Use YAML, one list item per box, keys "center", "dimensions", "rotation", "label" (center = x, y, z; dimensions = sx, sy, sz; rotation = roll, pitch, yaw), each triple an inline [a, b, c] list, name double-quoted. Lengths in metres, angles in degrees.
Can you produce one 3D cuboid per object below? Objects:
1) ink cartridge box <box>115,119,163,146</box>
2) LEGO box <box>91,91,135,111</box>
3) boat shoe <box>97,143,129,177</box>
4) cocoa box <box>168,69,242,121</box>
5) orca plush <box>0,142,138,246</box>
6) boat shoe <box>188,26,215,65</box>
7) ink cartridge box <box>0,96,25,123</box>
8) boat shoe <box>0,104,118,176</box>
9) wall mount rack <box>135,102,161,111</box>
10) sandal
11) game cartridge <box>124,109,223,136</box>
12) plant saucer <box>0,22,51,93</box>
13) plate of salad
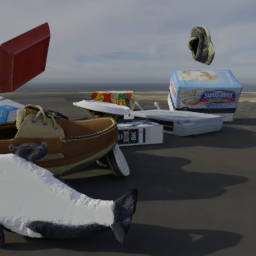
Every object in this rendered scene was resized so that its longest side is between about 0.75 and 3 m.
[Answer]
- center: [-0.641, 0.124, 7.259]
  dimensions: [2.814, 0.552, 1.399]
  rotation: [-4, 11, -20]
  label: "ink cartridge box"
- center: [-0.718, -1.419, 14.955]
  dimensions: [2.021, 1.047, 2.714]
  rotation: [1, 9, 4]
  label: "LEGO box"
- center: [-0.415, 0.422, 5.193]
  dimensions: [0.524, 0.642, 1.739]
  rotation: [-26, 29, -3]
  label: "boat shoe"
- center: [2.962, -1.333, 11.183]
  dimensions: [2.427, 1.593, 1.619]
  rotation: [0, 37, -2]
  label: "cocoa box"
- center: [-0.875, 0.739, 3.084]
  dimensions: [1.976, 1.039, 0.702]
  rotation: [-1, -22, 5]
  label: "orca plush"
- center: [2.761, -3.360, 11.019]
  dimensions: [0.781, 0.849, 2.377]
  rotation: [9, 46, -13]
  label: "boat shoe"
- center: [-4.876, -0.742, 10.029]
  dimensions: [2.077, 0.693, 1.203]
  rotation: [21, 13, 7]
  label: "ink cartridge box"
- center: [-1.413, 0.177, 4.215]
  dimensions: [2.611, 0.964, 0.988]
  rotation: [-15, 25, -19]
  label: "boat shoe"
- center: [1.286, -0.850, 12.607]
  dimensions: [1.894, 0.706, 1.645]
  rotation: [8, 12, 43]
  label: "wall mount rack"
- center: [-1.990, -0.016, 5.535]
  dimensions: [2.476, 0.530, 0.941]
  rotation: [-4, 22, 4]
  label: "sandal"
- center: [1.525, -0.247, 9.523]
  dimensions: [1.986, 0.603, 2.979]
  rotation: [-11, 14, -36]
  label: "game cartridge"
- center: [-2.900, -1.937, 8.074]
  dimensions: [0.332, 1.806, 1.810]
  rotation: [35, 48, 4]
  label: "plant saucer"
- center: [-0.964, -0.693, 11.856]
  dimensions: [2.751, 0.661, 2.751]
  rotation: [11, 9, -2]
  label: "plate of salad"
